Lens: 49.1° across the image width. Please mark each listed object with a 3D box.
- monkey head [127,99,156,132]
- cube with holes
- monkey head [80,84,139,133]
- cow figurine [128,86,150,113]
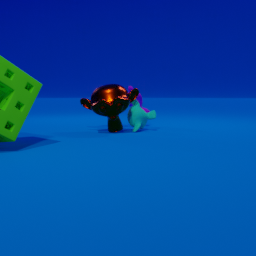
[{"bbox_3d":[0.367,-0.352,8.040,0.759,1.055,0.636,-19,-27,33],"label":"monkey head"},{"bbox_3d":[-2.701,-0.560,5.324,1.256,1.256,1.256,-5,-31,44],"label":"cube with holes"},{"bbox_3d":[-0.456,-0.576,7.713,1.695,1.220,1.022,-11,29,-1],"label":"monkey head"},{"bbox_3d":[0.282,-0.779,9.381,0.577,1.034,1.051,-33,47,-6],"label":"cow figurine"}]
